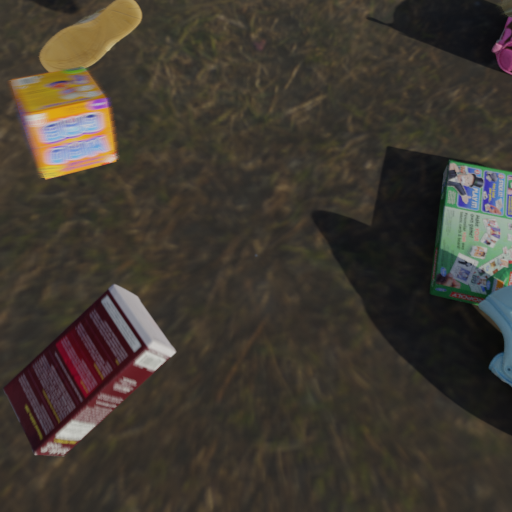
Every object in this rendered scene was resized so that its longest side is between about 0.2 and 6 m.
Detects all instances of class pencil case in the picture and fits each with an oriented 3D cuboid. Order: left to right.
[{"bbox_3d":[5.470,-4.660,11.392,0.985,0.955,2.104,19,58,13],"label":"pencil case"}]

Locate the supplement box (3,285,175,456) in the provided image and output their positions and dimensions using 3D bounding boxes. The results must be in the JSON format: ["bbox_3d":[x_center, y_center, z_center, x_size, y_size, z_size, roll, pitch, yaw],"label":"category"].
[{"bbox_3d":[-1.885,1.290,6.311,1.762,0.537,0.959,-42,60,1],"label":"supplement box"}]

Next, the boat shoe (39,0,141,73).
[{"bbox_3d":[-2.587,-3.404,8.811,1.737,0.640,0.601,-35,22,-9],"label":"boat shoe"}]

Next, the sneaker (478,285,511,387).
[{"bbox_3d":[3.831,1.650,7.624,1.076,0.970,2.625,-24,62,24],"label":"sneaker"}]

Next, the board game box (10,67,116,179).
[{"bbox_3d":[-2.457,-1.720,7.186,0.938,0.937,0.937,-19,49,-22],"label":"board game box"}]

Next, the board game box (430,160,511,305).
[{"bbox_3d":[3.810,-0.345,9.016,1.712,0.370,2.545,13,59,8],"label":"board game box"}]

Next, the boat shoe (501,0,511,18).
[{"bbox_3d":[3.483,-3.293,7.044,0.752,0.822,2.199,-2,93,27],"label":"boat shoe"}]
